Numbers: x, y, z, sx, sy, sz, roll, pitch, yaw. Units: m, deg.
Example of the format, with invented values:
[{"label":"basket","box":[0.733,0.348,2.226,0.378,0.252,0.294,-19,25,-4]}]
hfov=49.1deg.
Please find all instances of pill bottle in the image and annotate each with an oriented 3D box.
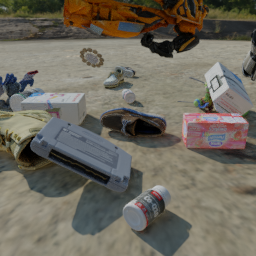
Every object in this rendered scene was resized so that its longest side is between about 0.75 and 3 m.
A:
[{"label":"pill bottle","box":[-3.643,-1.032,10.319,0.740,0.740,1.308,7,22,16]},{"label":"pill bottle","box":[0.345,1.313,4.716,0.466,0.466,0.819,17,28,37]},{"label":"pill bottle","box":[0.007,-1.331,11.461,0.464,0.464,0.776,-5,21,-11]}]

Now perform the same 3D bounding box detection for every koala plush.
[{"label":"koala plush","box":[-4.329,-1.238,10.560,0.862,0.938,0.832,15,26,33]}]

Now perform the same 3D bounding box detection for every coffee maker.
[{"label":"coffee maker","box":[2.959,-1.516,5.638,1.095,0.768,1.140,-9,-19,9]}]

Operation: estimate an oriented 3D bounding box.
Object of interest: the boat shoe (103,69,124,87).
[{"label":"boat shoe","box":[-0.739,-2.546,14.230,0.746,0.683,1.996,6,22,15]}]

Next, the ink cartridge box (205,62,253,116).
[{"label":"ink cartridge box","box":[3.297,-1.130,9.134,1.191,0.697,2.054,29,37,-21]}]

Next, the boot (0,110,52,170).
[{"label":"boot","box":[-2.915,0.299,6.691,2.687,0.978,2.088,-7,22,-26]}]

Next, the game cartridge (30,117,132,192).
[{"label":"game cartridge","box":[-0.875,0.496,5.903,2.014,0.408,1.343,28,25,-7]}]

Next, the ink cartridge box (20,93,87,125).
[{"label":"ink cartridge box","box":[-2.386,-0.663,9.309,1.843,0.780,1.332,1,21,1]}]

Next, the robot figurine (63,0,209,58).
[{"label":"robot figurine","box":[0.269,-2.465,5.317,2.828,2.050,0.823,5,-3,-10]}]

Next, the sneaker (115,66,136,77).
[{"label":"sneaker","box":[-0.131,-3.327,16.462,1.343,0.527,0.533,26,36,27]}]

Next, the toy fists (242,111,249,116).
[{"label":"toy fists","box":[4.058,-0.735,10.086,0.563,0.380,1.104,0,22,20]}]

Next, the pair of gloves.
[{"label":"pair of gloves","box":[-4.603,-1.668,11.131,1.895,0.268,2.357,-34,0,38]}]

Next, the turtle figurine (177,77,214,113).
[{"label":"turtle figurine","box":[2.923,-1.259,10.400,1.522,1.130,1.570,-4,25,-23]}]

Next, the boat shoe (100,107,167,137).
[{"label":"boat shoe","box":[0.119,-0.139,8.091,1.983,0.716,0.718,3,23,7]}]

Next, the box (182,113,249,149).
[{"label":"box","box":[2.290,0.065,7.516,1.559,0.738,0.800,1,21,2]}]

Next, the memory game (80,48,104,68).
[{"label":"memory game","box":[-1.205,-2.337,9.344,0.890,0.890,0.057,8,59,20]}]
